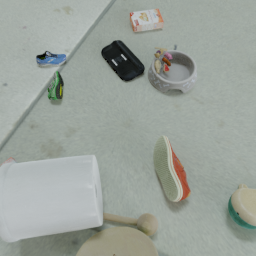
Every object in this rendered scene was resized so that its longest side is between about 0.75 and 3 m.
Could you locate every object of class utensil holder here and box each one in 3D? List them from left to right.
[{"bbox_3d":[-2.152,1.968,8.160,2.622,2.229,2.229,-7,60,-2],"label":"utensil holder"}]

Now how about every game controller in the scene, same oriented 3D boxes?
[{"bbox_3d":[-0.252,-2.952,12.140,1.141,0.461,2.187,-36,65,-3],"label":"game controller"}]

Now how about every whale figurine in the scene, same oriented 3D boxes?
[{"bbox_3d":[3.947,2.460,8.798,1.877,0.974,1.493,-12,51,-34],"label":"whale figurine"}]

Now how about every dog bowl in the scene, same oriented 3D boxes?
[{"bbox_3d":[1.878,-2.388,11.645,2.087,0.612,2.087,0,59,0],"label":"dog bowl"}]

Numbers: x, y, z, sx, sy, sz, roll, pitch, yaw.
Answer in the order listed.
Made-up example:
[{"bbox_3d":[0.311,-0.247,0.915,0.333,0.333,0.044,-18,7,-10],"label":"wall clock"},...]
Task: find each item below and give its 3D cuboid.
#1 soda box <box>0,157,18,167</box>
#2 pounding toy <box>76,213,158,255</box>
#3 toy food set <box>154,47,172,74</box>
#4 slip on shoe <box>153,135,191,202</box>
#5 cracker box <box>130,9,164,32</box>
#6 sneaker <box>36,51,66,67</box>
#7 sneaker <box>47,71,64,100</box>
[{"bbox_3d":[-4.358,1.884,9.158,1.977,0.629,0.676,-40,68,-20],"label":"soda box"},{"bbox_3d":[-0.205,3.858,7.848,2.282,1.372,2.957,-3,30,11],"label":"pounding toy"},{"bbox_3d":[1.453,-2.782,11.413,0.815,0.202,1.282,3,68,-18],"label":"toy food set"},{"bbox_3d":[1.459,1.330,9.469,0.736,0.890,2.404,9,49,-32],"label":"slip on shoe"},{"bbox_3d":[0.870,-5.133,13.333,1.442,0.416,0.966,-11,61,-6],"label":"cracker box"},{"bbox_3d":[-3.302,-2.999,12.012,1.297,0.578,0.509,-11,61,-7],"label":"sneaker"},{"bbox_3d":[-2.975,-1.743,11.306,0.606,0.555,1.423,-9,55,8],"label":"sneaker"}]
